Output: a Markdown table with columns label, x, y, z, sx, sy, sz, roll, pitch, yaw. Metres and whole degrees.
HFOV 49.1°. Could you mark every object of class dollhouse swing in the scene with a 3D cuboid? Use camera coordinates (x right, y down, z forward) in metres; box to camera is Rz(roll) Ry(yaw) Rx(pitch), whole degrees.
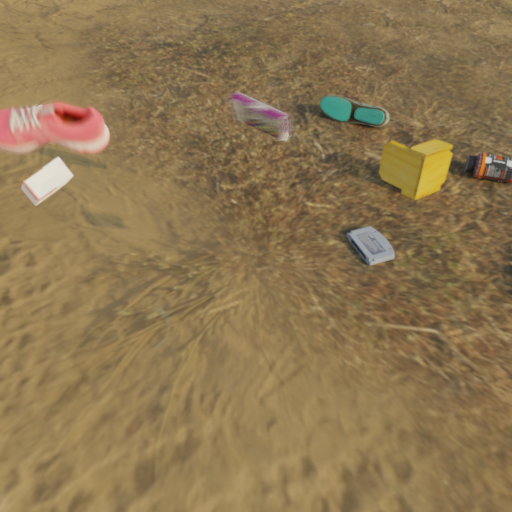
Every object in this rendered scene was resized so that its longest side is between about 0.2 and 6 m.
| label | x | y | z | sx | sy | sz | roll | pitch | yaw |
| --- | --- | --- | --- | --- | --- | --- | --- | --- | --- |
| dollhouse swing | 3.518 | -2.058 | 12.456 | 1.077 | 1.185 | 1.041 | -22 | 46 | -22 |

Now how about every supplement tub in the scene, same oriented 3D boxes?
| label | x | y | z | sx | sy | sz | roll | pitch | yaw |
| --- | --- | --- | --- | --- | --- | --- | --- | --- | --- |
| supplement tub | 5.398 | -2.034 | 12.877 | 1.091 | 0.583 | 0.583 | 12 | 44 | 12 |

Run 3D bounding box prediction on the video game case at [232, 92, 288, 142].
| label | x | y | z | sx | sy | sz | roll | pitch | yaw |
| --- | --- | --- | --- | --- | --- | --- | --- | --- | --- |
| video game case | 0.084 | -2.200 | 8.911 | 0.902 | 0.818 | 0.162 | 27 | 84 | 8 |

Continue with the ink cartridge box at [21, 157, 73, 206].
| label | x | y | z | sx | sy | sz | roll | pitch | yaw |
| --- | --- | --- | --- | --- | --- | --- | --- | --- | --- |
| ink cartridge box | -3.156 | -1.092 | 8.391 | 0.619 | 0.359 | 1.063 | -42 | 16 | -20 |

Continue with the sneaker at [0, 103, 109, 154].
| label | x | y | z | sx | sy | sz | roll | pitch | yaw |
| --- | --- | --- | --- | --- | --- | --- | --- | --- | --- |
| sneaker | -3.264 | -2.076 | 8.555 | 1.948 | 0.845 | 0.718 | -2 | 72 | -11 |

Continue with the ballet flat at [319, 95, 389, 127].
| label | x | y | z | sx | sy | sz | roll | pitch | yaw |
| --- | --- | --- | --- | --- | --- | --- | --- | --- | --- |
| ballet flat | 2.624 | -3.819 | 14.948 | 1.907 | 0.643 | 0.607 | 20 | 19 | 20 |

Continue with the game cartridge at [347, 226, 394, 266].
| label | x | y | z | sx | sy | sz | roll | pitch | yaw |
| --- | --- | --- | --- | --- | --- | --- | --- | --- | --- |
| game cartridge | 2.311 | -0.209 | 11.180 | 0.639 | 0.196 | 0.959 | -17 | 45 | -13 |
